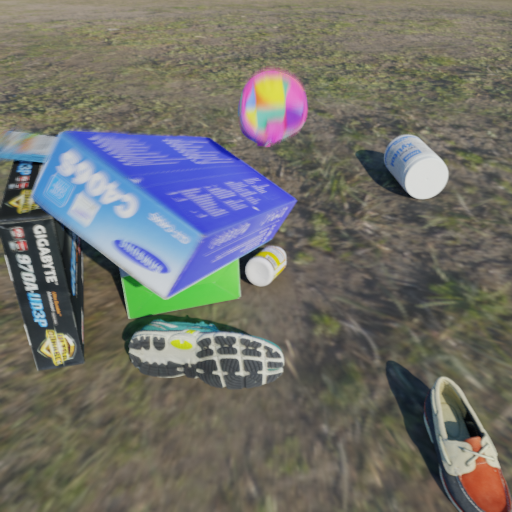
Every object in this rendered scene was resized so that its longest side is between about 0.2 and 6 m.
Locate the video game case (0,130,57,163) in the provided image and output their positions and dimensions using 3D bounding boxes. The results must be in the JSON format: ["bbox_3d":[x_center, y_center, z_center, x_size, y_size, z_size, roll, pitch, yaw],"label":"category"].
[{"bbox_3d":[-3.248,-1.560,8.002,1.385,0.123,0.991,5,26,-13],"label":"video game case"}]

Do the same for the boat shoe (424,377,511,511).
[{"bbox_3d":[2.376,2.186,6.316,0.647,0.569,1.818,-1,33,-5],"label":"boat shoe"}]

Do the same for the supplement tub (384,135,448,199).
[{"bbox_3d":[3.601,-2.050,12.746,1.015,1.015,1.538,-4,31,-6],"label":"supplement tub"}]

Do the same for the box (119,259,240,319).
[{"bbox_3d":[-1.361,0.105,9.395,1.848,0.893,1.630,-9,35,-13],"label":"box"}]

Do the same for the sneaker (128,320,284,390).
[{"bbox_3d":[-0.654,1.214,7.711,2.167,0.840,0.863,8,24,12],"label":"sneaker"}]

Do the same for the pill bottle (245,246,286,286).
[{"bbox_3d":[0.201,0.142,9.586,0.506,0.506,0.927,12,21,18],"label":"pill bottle"}]

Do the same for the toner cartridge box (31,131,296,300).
[{"bbox_3d":[-0.946,-0.840,8.233,2.085,0.948,4.390,35,19,9],"label":"toner cartridge box"}]

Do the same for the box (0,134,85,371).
[{"bbox_3d":[-3.106,-0.192,8.414,0.695,2.400,3.019,-8,32,-13],"label":"box"}]

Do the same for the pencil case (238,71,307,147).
[{"bbox_3d":[0.211,-2.368,9.277,1.109,1.109,2.509,-1,9,-1],"label":"pencil case"}]
